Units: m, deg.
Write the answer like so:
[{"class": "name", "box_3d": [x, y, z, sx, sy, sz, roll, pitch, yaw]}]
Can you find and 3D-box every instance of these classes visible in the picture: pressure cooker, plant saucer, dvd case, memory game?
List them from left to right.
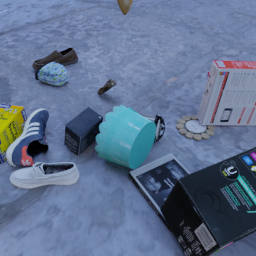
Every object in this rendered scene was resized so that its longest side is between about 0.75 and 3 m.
[{"class": "plant saucer", "box_3d": [-0.209, -5.016, 9.727, 0.362, 2.046, 2.046, -10, 38, 15]}, {"class": "pressure cooker", "box_3d": [0.816, -0.034, 9.992, 1.023, 0.899, 0.914, 12, 55, 18]}, {"class": "dvd case", "box_3d": [1.281, 1.798, 8.357, 1.664, 0.274, 2.214, -21, 44, -22]}, {"class": "memory game", "box_3d": [2.580, -0.036, 10.708, 1.488, 0.095, 1.488, 0, 39, 0]}]

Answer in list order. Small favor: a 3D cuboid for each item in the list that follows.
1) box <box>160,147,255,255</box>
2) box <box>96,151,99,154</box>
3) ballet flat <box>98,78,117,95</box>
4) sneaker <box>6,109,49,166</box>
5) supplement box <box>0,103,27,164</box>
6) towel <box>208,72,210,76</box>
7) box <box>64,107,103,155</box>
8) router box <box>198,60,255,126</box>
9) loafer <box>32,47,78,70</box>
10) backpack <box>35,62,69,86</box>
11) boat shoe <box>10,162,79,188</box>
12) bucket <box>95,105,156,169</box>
[{"class": "box", "box_3d": [2.434, 1.835, 6.794, 2.599, 1.930, 1.616, -18, 58, -21]}, {"class": "box", "box_3d": [-0.574, 0.729, 9.615, 0.857, 0.156, 0.619, 7, 34, 24]}, {"class": "ballet flat", "box_3d": [-0.941, -1.765, 11.929, 0.533, 0.367, 1.583, -39, 11, -23]}, {"class": "sneaker", "box_3d": [-3.094, 0.325, 9.673, 1.037, 0.920, 2.453, 7, 50, 13]}, {"class": "supplement box", "box_3d": [-4.435, 0.142, 9.747, 1.059, 1.052, 1.934, 8, 40, 10]}, {"class": "towel", "box_3d": [4.396, -2.514, 13.703, 0.977, 0.110, 0.707, 8, 38, 7]}, {"class": "box", "box_3d": [-1.517, 0.114, 9.550, 0.718, 1.140, 1.159, 36, 52, 12]}, {"class": "router box", "box_3d": [3.915, -1.191, 10.206, 2.192, 2.443, 0.597, 1, 39, -6]}, {"class": "loafer", "box_3d": [-3.782, -3.629, 14.437, 2.470, 0.877, 0.902, -26, 46, -28]}, {"class": "backpack", "box_3d": [-3.459, -2.524, 13.118, 1.417, 1.089, 1.156, 33, 50, 14]}, {"class": "boat shoe", "box_3d": [-2.568, 1.364, 8.535, 2.093, 0.717, 0.754, 2, 40, 2]}, {"class": "bucket", "box_3d": [-0.017, 0.330, 8.951, 1.232, 1.893, 1.893, 25, 46, 25]}]
